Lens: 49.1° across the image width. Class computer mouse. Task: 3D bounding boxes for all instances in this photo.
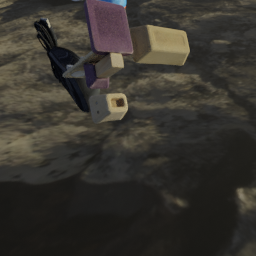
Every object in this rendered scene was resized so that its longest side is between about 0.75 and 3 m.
[{"bbox_3d":[-1.324,-1.420,6.743,0.685,1.799,2.598,-28,53,-15],"label":"computer mouse"}]

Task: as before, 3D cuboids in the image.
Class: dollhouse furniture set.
[{"bbox_3d":[-0.007,-0.968,5.239,2.257,1.602,1.789,-7,83,-36],"label":"dollhouse furniture set"}]

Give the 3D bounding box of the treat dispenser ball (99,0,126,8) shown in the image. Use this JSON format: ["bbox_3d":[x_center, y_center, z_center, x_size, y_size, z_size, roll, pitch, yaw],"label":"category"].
[{"bbox_3d":[-0.454,-3.426,7.585,0.818,0.818,0.818,0,46,0],"label":"treat dispenser ball"}]
